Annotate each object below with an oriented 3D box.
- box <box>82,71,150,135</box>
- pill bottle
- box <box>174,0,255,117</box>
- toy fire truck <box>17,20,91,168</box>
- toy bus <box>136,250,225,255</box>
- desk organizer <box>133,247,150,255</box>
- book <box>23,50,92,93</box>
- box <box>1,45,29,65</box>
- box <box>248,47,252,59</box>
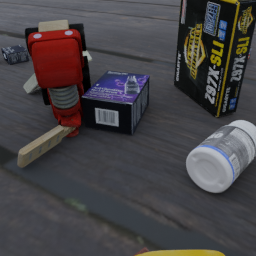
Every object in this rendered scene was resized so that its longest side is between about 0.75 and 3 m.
[{"bbox_3d":[-0.248,-0.746,7.546,1.342,0.946,1.814,8,35,14],"label":"box"},{"bbox_3d":[1.993,0.496,5.662,0.933,0.933,1.640,27,40,34],"label":"pill bottle"},{"bbox_3d":[2.244,-2.152,7.823,0.738,2.992,2.389,-14,36,-19],"label":"box"},{"bbox_3d":[-1.682,-0.709,6.406,1.796,2.456,2.791,-8,50,-8],"label":"toy fire truck"},{"bbox_3d":[0.573,2.322,2.207,2.589,1.338,2.443,32,41,23],"label":"toy bus"},{"bbox_3d":[-0.087,2.149,3.614,1.248,0.447,0.480,-22,37,-30],"label":"desk organizer"},{"bbox_3d":[-2.274,-1.829,9.112,1.338,0.481,2.003,-27,9,44],"label":"book"},{"bbox_3d":[-4.591,-2.991,11.400,0.810,0.463,0.890,-22,39,-27],"label":"box"},{"bbox_3d":[3.489,-2.954,11.300,2.573,0.513,1.761,-25,41,-33],"label":"box"}]
